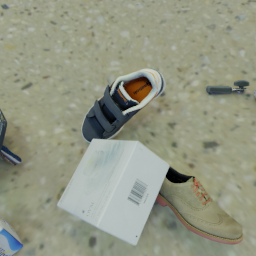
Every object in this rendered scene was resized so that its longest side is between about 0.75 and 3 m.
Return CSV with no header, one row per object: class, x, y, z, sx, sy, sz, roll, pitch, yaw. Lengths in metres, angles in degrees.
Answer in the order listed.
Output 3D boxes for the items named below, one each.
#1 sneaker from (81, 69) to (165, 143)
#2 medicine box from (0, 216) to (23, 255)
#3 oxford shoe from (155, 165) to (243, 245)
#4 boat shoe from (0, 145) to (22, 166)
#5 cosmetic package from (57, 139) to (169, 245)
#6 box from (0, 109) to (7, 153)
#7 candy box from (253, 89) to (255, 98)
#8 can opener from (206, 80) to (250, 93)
sneaker,-0.309,-0.602,7.554,2.865,1.138,1.124,-41,82,14
medicine box,-3.323,2.629,6.126,1.493,1.360,0.769,-35,60,-23
oxford shoe,1.551,1.707,6.594,2.532,0.947,0.892,28,29,30
boat shoe,-3.338,0.772,7.695,0.290,0.800,0.289,-40,24,11
cosmetic package,-0.379,1.306,6.352,1.143,1.859,1.853,38,68,-29
box,-4.585,0.502,7.037,2.693,0.687,2.124,-16,35,-6
candy box,4.553,-0.709,8.654,0.791,0.379,1.371,-3,56,-10
can opener,3.220,-1.322,9.069,1.331,0.350,0.442,-3,103,0
